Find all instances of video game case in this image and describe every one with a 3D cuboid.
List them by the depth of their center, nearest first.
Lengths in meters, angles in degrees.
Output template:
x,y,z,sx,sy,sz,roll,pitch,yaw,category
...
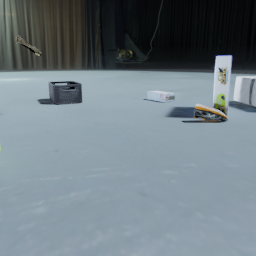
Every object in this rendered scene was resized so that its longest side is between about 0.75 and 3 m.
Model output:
x,y,z,sx,sy,sz,roll,pitch,yaw,category
3.207,-1.488,9.635,0.492,1.961,2.164,4,15,16,video game case

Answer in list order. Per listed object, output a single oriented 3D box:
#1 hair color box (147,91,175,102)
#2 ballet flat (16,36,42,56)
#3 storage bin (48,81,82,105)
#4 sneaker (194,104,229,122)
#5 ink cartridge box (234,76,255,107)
x,y,z,sx,sy,sz,roll,pitch,yaw,category
1.484,-1.439,12.700,0.613,0.375,1.237,-10,17,-35,hair color box
-3.081,-2.500,8.686,0.300,0.207,0.892,-2,-30,47,ballet flat
-2.789,-1.590,12.393,1.202,0.834,1.778,-6,16,-23,storage bin
2.504,-0.383,8.515,1.133,0.438,0.444,17,16,-8,sneaker
5.785,-1.420,11.088,1.954,1.146,2.669,-2,16,-9,ink cartridge box
